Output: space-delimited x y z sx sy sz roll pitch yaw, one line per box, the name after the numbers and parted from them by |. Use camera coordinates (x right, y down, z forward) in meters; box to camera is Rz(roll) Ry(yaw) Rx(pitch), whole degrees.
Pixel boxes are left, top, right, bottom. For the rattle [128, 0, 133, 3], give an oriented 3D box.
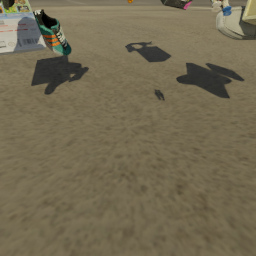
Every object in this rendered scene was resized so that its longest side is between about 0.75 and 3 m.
0.869 -5.405 9.684 2.047 1.462 1.333 -36 42 -17 | rattle

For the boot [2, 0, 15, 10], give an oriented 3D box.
-2.112 -2.835 5.167 0.432 0.771 1.114 23 64 -10 | boot

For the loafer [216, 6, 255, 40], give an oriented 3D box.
3.023 -2.341 6.212 2.208 0.772 0.771 -4 8 -16 | loafer

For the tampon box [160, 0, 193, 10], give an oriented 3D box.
1.374 -4.578 8.305 1.012 1.201 1.603 -8 62 -36 | tampon box

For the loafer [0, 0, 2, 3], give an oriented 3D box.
-2.674 -2.452 5.077 0.688 0.689 1.971 8 63 -12 | loafer

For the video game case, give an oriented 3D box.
-3.413 -3.104 7.681 1.625 2.269 0.204 -19 -5 -34 | video game case

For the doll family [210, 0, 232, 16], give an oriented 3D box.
1.038 -1.723 3.258 0.366 0.813 0.505 -7 67 2 | doll family

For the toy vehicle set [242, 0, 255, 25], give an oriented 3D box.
3.095 -2.648 4.493 0.359 1.681 2.705 10 13 -19 | toy vehicle set

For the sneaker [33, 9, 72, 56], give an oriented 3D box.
-2.371 -3.032 9.037 0.724 1.811 0.647 -17 56 28 | sneaker
